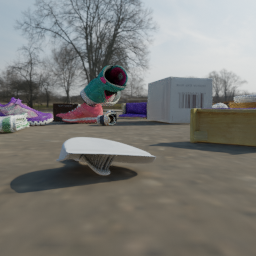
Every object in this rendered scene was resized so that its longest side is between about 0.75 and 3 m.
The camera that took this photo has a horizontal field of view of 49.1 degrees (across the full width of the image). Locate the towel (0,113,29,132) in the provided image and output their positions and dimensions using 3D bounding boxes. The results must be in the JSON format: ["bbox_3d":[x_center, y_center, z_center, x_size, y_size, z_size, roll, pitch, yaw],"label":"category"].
[{"bbox_3d":[-4.008,-0.137,6.831,2.813,0.432,2.098,-1,3,-11],"label":"towel"}]

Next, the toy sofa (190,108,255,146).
[{"bbox_3d":[1.675,-0.030,4.272,1.357,0.562,0.662,3,6,41],"label":"toy sofa"}]

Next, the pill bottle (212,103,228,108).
[{"bbox_3d":[3.950,-0.683,12.126,0.784,0.784,1.395,1,4,16],"label":"pill bottle"}]

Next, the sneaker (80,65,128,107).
[{"bbox_3d":[-0.614,-1.731,11.157,1.629,1.128,2.698,-37,-5,24],"label":"sneaker"}]

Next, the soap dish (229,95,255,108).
[{"bbox_3d":[5.090,-0.668,10.063,2.016,1.041,2.563,0,3,-2],"label":"soap dish"}]

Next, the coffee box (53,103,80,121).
[{"bbox_3d":[-2.758,-0.734,12.903,1.110,0.774,1.941,0,4,-5],"label":"coffee box"}]

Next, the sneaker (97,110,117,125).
[{"bbox_3d":[-0.561,-0.324,9.364,0.473,0.467,1.191,-4,13,24],"label":"sneaker"}]

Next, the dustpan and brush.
[{"bbox_3d":[-0.350,0.253,2.591,0.774,0.317,1.109,6,7,-28],"label":"dustpan and brush"}]

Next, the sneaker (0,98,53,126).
[{"bbox_3d":[-3.410,-0.511,8.879,2.015,0.891,0.810,1,1,-21],"label":"sneaker"}]

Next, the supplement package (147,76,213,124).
[{"bbox_3d":[1.963,-1.091,11.360,1.703,1.709,2.913,-1,4,-13],"label":"supplement package"}]

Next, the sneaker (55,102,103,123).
[{"bbox_3d":[-1.788,-0.565,10.440,1.787,0.775,0.659,-1,2,-10],"label":"sneaker"}]

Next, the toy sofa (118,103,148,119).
[{"bbox_3d":[0.463,-0.975,15.675,1.051,0.892,2.154,-2,4,-43],"label":"toy sofa"}]
